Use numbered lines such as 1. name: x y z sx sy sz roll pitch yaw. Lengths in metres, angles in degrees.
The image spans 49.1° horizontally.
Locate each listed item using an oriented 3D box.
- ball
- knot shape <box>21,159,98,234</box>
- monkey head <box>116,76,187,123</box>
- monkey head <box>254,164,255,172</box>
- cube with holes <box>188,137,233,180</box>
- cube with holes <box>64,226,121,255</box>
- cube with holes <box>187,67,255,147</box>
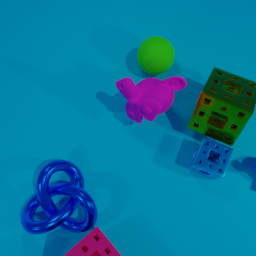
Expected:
1. ball: 0.754 -1.957 7.572 1.008 1.008 1.008 0 74 0
2. knot shape: -1.611 1.610 6.696 1.835 0.848 1.717 1 74 0
3. monkey head: 0.403 -0.866 6.844 1.372 1.907 1.149 52 53 -24
4. monkey head: 3.538 1.175 6.887 1.200 0.723 0.863 17 78 -11
5. cube with holes: 2.042 0.784 7.011 0.744 0.744 0.744 23 75 6
6. cube with holes: -0.870 3.029 5.977 1.069 1.069 1.069 47 42 12
7. cube with holes: 2.336 -0.537 6.888 1.180 1.180 1.180 24 48 13
